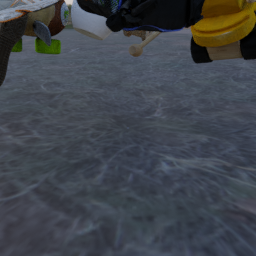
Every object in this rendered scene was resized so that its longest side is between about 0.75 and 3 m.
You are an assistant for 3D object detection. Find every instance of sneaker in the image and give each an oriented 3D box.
[{"bbox_3d":[-1.455,-1.923,4.004,1.148,0.528,0.435,-21,27,-5],"label":"sneaker"},{"bbox_3d":[-2.988,-1.970,6.197,0.836,2.212,0.779,16,-8,14],"label":"sneaker"}]

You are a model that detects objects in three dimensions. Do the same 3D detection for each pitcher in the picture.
[{"bbox_3d":[-0.838,-3.957,8.565,1.432,2.362,2.027,19,6,-12],"label":"pitcher"}]

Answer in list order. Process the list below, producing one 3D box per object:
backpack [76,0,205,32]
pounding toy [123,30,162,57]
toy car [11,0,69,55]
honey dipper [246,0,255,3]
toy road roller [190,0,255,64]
[{"bbox_3d":[0.241,-2.116,3.144,1.449,1.792,1.881,34,33,20],"label":"backpack"},{"bbox_3d":[0.680,-3.118,7.804,1.410,2.458,1.405,20,10,9],"label":"pounding toy"},{"bbox_3d":[-2.405,-3.180,7.504,2.346,2.442,2.973,-6,21,-32],"label":"toy car"},{"bbox_3d":[2.164,-1.840,4.168,1.142,0.217,0.217,-5,22,-32],"label":"honey dipper"},{"bbox_3d":[2.468,-3.008,6.692,1.722,2.045,2.802,5,57,37],"label":"toy road roller"}]
